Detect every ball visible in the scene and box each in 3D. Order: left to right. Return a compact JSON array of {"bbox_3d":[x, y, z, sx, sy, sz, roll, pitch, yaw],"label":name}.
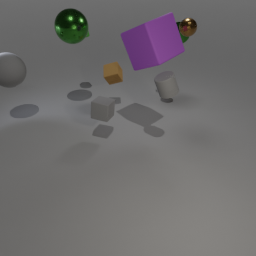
[{"bbox_3d":[-4.866,-2.345,11.382,1.400,1.400,1.400,0,30,0],"label":"ball"},{"bbox_3d":[-2.351,-4.226,11.671,1.400,1.400,1.400,0,30,0],"label":"ball"},{"bbox_3d":[2.367,-3.961,11.020,0.700,0.700,0.700,0,30,0],"label":"ball"}]

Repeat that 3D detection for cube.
[{"bbox_3d":[-0.955,-0.736,10.682,0.700,0.700,0.700,14,29,15],"label":"cube"},{"bbox_3d":[-0.689,-2.539,13.022,0.700,0.700,0.700,-11,64,17],"label":"cube"},{"bbox_3d":[0.865,-2.997,9.827,1.400,1.400,1.400,-34,20,-31],"label":"cube"}]

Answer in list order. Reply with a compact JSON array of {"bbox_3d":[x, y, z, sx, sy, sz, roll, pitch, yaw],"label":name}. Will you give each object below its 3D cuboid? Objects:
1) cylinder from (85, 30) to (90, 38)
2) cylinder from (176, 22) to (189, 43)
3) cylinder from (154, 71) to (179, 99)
[{"bbox_3d":[-2.247,-4.695,13.382,0.700,0.700,0.700,-8,26,4],"label":"cylinder"},{"bbox_3d":[2.317,-4.278,12.606,0.700,0.700,0.700,-17,57,28],"label":"cylinder"},{"bbox_3d":[1.319,-1.466,9.541,0.700,0.700,0.700,-17,33,12],"label":"cylinder"}]
